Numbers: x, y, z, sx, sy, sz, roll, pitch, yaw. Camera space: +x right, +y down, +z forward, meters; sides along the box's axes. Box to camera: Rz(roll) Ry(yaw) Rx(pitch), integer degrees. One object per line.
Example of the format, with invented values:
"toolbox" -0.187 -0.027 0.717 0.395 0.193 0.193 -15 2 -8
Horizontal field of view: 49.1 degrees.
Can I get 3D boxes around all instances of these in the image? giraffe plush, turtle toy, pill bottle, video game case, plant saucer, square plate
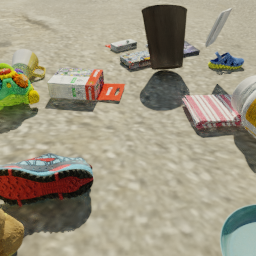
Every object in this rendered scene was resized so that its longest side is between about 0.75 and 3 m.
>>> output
"giraffe plush" -3.454 1.927 4.428 2.816 2.430 2.284 23 61 14
"turtle toy" -4.220 -1.505 9.794 1.765 1.224 2.422 -17 31 -23
"pill bottle" 4.186 -0.214 7.529 1.685 1.685 2.988 -11 38 -15
"video game case" 2.636 -4.196 14.454 1.319 0.175 1.846 -16 44 -20
"plant saucer" 2.835 2.383 5.100 2.302 0.315 2.302 0 36 0
"square plate" 3.493 -3.932 10.883 0.205 1.431 1.445 32 38 13

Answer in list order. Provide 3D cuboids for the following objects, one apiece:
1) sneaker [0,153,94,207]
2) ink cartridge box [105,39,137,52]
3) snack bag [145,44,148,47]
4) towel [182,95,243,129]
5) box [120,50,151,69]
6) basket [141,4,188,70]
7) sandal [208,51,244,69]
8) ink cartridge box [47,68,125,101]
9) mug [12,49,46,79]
"sneaker" -2.029 1.129 6.589 2.391 0.948 1.142 1 21 -9
"ink cartridge box" -0.382 -4.495 14.934 1.346 0.293 1.169 -24 43 -30
"snack bag" 1.694 -4.367 14.892 1.171 0.125 1.104 -27 44 -32
"towel" 3.142 -0.588 9.366 2.350 0.352 1.720 -2 36 -7
"box" 0.518 -3.203 13.066 1.522 0.304 1.042 -18 39 -23
"basket" 1.595 -3.684 11.708 2.112 2.343 1.593 -8 8 -35
"sandal" 4.436 -3.054 12.538 1.599 0.696 0.636 -1 33 -4
"ink cartridge box" -1.503 -1.672 10.554 2.623 0.660 1.429 4 35 7
"mug" -4.195 -2.557 11.585 1.316 1.054 1.080 -7 43 0
